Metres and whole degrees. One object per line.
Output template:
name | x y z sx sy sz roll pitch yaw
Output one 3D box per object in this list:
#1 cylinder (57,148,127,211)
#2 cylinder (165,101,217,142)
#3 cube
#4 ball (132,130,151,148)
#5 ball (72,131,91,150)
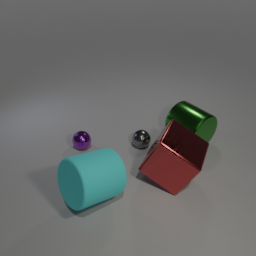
cylinder | -0.994 1.367 7.716 1.400 1.400 1.400 -11 32 -41
cylinder | 2.367 -0.125 10.546 1.400 1.400 1.400 -23 42 -32
cube | 1.408 0.876 8.583 1.400 1.400 1.400 35 39 2
ball | 0.497 0.408 10.454 0.700 0.700 0.700 0 32 0
ball | -1.710 0.449 10.360 0.700 0.700 0.700 0 32 0
